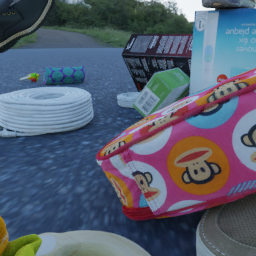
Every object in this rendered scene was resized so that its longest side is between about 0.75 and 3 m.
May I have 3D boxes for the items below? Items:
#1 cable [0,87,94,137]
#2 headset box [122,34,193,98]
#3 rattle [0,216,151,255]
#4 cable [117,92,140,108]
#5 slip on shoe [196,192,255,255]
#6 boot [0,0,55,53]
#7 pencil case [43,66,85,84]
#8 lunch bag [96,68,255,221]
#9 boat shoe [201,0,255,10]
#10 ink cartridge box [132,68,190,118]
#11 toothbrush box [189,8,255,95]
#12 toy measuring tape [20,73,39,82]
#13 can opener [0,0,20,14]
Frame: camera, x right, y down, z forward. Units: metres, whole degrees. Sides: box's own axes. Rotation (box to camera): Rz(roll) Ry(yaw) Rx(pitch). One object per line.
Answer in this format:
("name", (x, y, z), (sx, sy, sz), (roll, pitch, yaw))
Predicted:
("cable", (-2.167, -0.556, 7.478), (2.457, 0.851, 2.458), (-2, 19, -6))
("headset box", (1.544, -2.148, 9.940), (2.924, 2.176, 1.129), (8, 62, 27))
("rattle", (-0.044, 0.959, 1.860), (2.433, 1.738, 1.584), (4, 6, 26))
("cable", (0.162, -0.956, 9.438), (1.054, 0.365, 1.054), (-13, 22, -29))
("slip on shoe", (1.909, 0.797, 3.408), (2.976, 0.902, 1.131), (-13, 24, -35))
("boot", (-3.422, -3.268, 7.686), (1.711, 2.474, 0.958), (33, 24, -58))
("pencil case", (-3.040, -2.548, 13.361), (1.952, 0.830, 0.902), (-6, 43, -18))
("lunch bag", (1.199, -0.023, 3.930), (2.884, 1.181, 2.540), (-24, 8, 24))
("boat shoe", (2.798, -3.735, 7.465), (1.131, 1.072, 2.986), (8, 21, 26))
("ink cartridge box", (1.192, -1.102, 8.358), (0.679, 1.189, 2.290), (46, 34, 12))
("toothbrush box", (2.922, -1.712, 7.717), (2.117, 2.891, 1.233), (14, 25, 33))
("toy measuring tape", (-4.850, -2.465, 13.982), (1.197, 0.440, 0.440), (-11, 13, 26))
("can opener", (-1.722, -2.372, 4.765), (1.617, 0.541, 0.431), (-17, -20, 20))
